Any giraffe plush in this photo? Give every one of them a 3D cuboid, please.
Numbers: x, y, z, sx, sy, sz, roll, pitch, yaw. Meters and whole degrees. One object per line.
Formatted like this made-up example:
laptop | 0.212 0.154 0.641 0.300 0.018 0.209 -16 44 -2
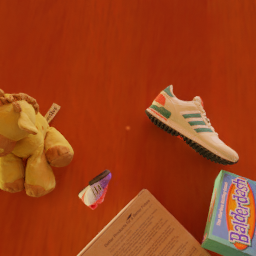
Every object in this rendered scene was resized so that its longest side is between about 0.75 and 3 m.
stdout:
giraffe plush | -2.815 0.149 7.247 2.492 2.342 2.888 10 71 9

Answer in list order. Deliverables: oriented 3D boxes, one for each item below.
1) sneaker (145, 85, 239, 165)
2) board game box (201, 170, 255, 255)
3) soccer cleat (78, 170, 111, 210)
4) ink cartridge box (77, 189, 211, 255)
sneaker | 2.039 -0.159 8.117 2.990 1.053 1.398 33 83 12
board game box | 3.395 2.424 6.893 2.734 0.615 2.079 19 49 11
soccer cleat | -0.768 1.634 7.355 0.586 1.719 0.629 -31 78 -41
ink cartridge box | 0.204 3.368 6.895 2.860 1.074 2.356 -41 78 -18
